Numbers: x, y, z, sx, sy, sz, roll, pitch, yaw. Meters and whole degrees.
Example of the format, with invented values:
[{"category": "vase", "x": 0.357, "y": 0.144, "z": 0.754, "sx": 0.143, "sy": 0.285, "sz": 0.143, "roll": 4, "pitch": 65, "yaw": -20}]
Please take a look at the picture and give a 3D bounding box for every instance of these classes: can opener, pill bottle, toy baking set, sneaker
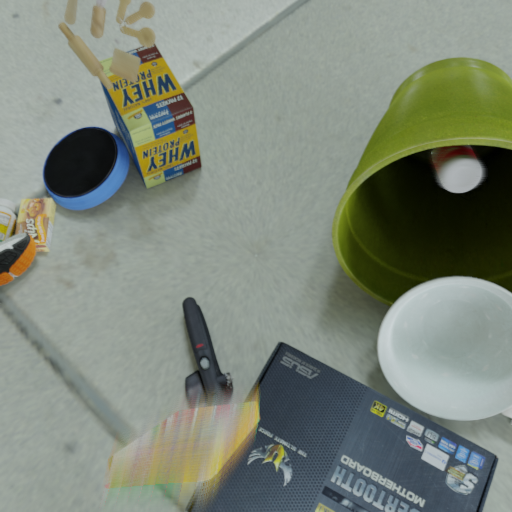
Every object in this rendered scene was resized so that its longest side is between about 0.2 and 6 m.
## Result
[{"category": "can opener", "x": -0.857, "y": 1.552, "z": 8.936, "sx": 0.785, "sy": 0.633, "sz": 1.996, "roll": -13, "pitch": 64, "yaw": -6}, {"category": "pill bottle", "x": -4.631, "y": -0.535, "z": 10.057, "sx": 0.533, "sy": 0.533, "sz": 0.945, "roll": 4, "pitch": 64, "yaw": 2}, {"category": "toy baking set", "x": -2.218, "y": -3.436, "z": 8.194, "sx": 1.424, "sy": 0.216, "sz": 1.856, "roll": -42, "pitch": 92, "yaw": 22}, {"category": "sneaker", "x": -4.789, "y": 0.168, "z": 9.540, "sx": 2.060, "sy": 0.780, "sz": 0.947, "roll": -38, "pitch": 62, "yaw": -12}, {"category": "pill bottle", "x": 3.003, "y": -1.445, "z": 8.496, "sx": 0.581, "sy": 0.581, "sz": 1.035, "roll": 4, "pitch": 36, "yaw": 2}]

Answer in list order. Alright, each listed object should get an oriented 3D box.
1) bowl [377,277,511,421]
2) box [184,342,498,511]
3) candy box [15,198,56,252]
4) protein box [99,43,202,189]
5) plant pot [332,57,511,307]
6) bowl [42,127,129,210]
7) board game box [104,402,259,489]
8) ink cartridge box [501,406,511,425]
[{"category": "bowl", "x": 3.057, "y": 1.266, "z": 8.592, "sx": 2.288, "sy": 2.288, "sz": 1.028, "roll": 22, "pitch": 21, "yaw": 11}, {"category": "box", "x": 1.200, "y": 3.254, "z": 7.902, "sx": 3.527, "sy": 0.900, "sz": 2.781, "roll": 27, "pitch": 67, "yaw": 13}, {"category": "candy box", "x": -4.027, "y": -0.564, "z": 10.212, "sx": 0.574, "sy": 0.275, "sz": 0.995, "roll": -2, "pitch": 64, "yaw": -1}, {"category": "protein box", "x": -1.965, "y": -2.565, "z": 10.412, "sx": 1.186, "sy": 1.745, "sz": 1.758, "roll": -25, "pitch": 66, "yaw": -12}, {"category": "plant pot", "x": 3.193, "y": -1.393, "z": 9.042, "sx": 3.532, "sy": 3.532, "sz": 3.401, "roll": 11, "pitch": 49, "yaw": 6}, {"category": "bowl", "x": -3.232, "y": -1.688, "z": 10.514, "sx": 1.709, "sy": 0.335, "sz": 1.709, "roll": -6, "pitch": 65, "yaw": 14}, {"category": "board game box", "x": -0.555, "y": 1.577, "z": 4.811, "sx": 0.841, "sy": 1.761, "sz": 0.264, "roll": -9, "pitch": 88, "yaw": 11}, {"category": "ink cartridge box", "x": 4.572, "y": 2.334, "z": 8.486, "sx": 1.652, "sy": 0.558, "sz": 0.962, "roll": 25, "pitch": 78, "yaw": 11}]
